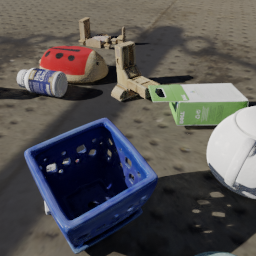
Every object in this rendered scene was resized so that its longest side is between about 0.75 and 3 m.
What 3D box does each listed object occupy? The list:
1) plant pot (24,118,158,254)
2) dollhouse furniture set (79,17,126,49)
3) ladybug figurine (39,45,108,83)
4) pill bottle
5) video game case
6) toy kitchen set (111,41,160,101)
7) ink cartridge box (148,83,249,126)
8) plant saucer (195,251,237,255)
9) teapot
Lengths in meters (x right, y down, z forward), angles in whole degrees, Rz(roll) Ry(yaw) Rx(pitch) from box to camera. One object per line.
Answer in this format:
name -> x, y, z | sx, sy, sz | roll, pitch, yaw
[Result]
plant pot -> -0.671, 1.095, 5.080 | 1.718, 1.544, 1.718 | -24, 53, -26
dollhouse furniture set -> -1.306, -4.436, 13.158 | 2.199, 0.973, 1.140 | 15, 39, 19
ladybug figurine -> -2.082, -2.449, 10.468 | 2.711, 0.975, 1.840 | 6, 37, 8
pill bottle -> -2.888, -1.554, 9.389 | 1.521, 0.845, 0.845 | 10, 38, 15
video game case -> -1.262, 1.221, 6.239 | 1.225, 0.154, 1.346 | -11, 37, -15
toy kitchen set -> 0.035, -1.832, 9.235 | 1.316, 1.455, 1.612 | -24, 39, -27
ink cartridge box -> 1.937, -0.711, 8.215 | 2.614, 0.775, 1.357 | -1, 29, -1
plant saucer -> 1.552, 2.642, 4.157 | 1.895, 0.365, 1.895 | -1, 37, 0
teapot -> 2.883, 0.318, 6.146 | 2.301, 1.703, 2.331 | -3, 37, -3
